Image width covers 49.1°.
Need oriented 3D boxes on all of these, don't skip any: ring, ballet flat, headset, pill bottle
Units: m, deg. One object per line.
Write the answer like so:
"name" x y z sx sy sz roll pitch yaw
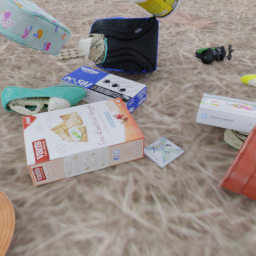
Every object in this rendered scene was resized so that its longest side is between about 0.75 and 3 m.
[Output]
"ring" -3.537 2.248 5.409 2.720 0.261 2.720 -3 41 3
"ballet flat" -1.004 -2.292 7.891 0.789 0.710 2.095 12 24 -10
"headset" 3.587 -3.141 11.545 1.155 0.879 1.870 -16 31 -18
"ballet flat" 4.771 -1.697 10.212 1.270 0.424 0.426 2 56 0
"ballet flat" 3.461 0.499 7.370 1.991 0.621 0.672 29 48 30
"pill bottle" 0.728 -4.554 9.196 1.225 1.225 2.179 33 17 33
"ballet flat" -2.670 -0.806 8.904 2.695 0.907 0.949 -1 64 -1

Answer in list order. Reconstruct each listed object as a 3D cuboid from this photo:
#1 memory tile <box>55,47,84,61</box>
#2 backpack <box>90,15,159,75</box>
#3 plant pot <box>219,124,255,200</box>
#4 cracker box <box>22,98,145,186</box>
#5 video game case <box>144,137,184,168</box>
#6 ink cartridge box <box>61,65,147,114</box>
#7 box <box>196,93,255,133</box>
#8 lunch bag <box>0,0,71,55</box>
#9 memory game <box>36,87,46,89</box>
"memory tile" -2.571 -3.249 12.284 1.239 0.104 0.950 -13 42 -16
"backpack" -0.144 -3.075 10.673 2.516 2.044 2.111 1 12 3
"plant pot" 3.159 1.000 6.105 1.660 1.706 1.706 31 48 20
"cracker box" -1.231 0.240 7.509 2.877 0.830 1.927 -14 42 -15
"video game case" 0.946 0.642 7.606 0.863 0.095 0.787 -29 48 -30
"ink cartridge box" -0.843 -1.320 9.572 2.705 0.598 1.272 22 43 25
"box" 2.953 -0.459 8.008 1.795 0.474 2.302 13 20 15
"lunch bag" -2.653 -2.731 7.046 1.860 0.894 2.319 36 13 11
"memory game" -3.095 -1.170 9.817 0.939 0.060 0.939 -1 40 0
